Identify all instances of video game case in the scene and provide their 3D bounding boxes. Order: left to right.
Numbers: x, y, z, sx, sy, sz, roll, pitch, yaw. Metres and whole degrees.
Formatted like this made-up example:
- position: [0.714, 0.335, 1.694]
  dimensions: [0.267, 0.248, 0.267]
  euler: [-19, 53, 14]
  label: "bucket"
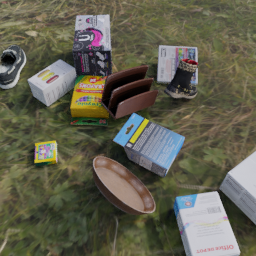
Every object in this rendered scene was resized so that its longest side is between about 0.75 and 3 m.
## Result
- position: [2.290, -2.921, 12.981]
  dimensions: [1.808, 0.228, 1.985]
  euler: [4, 68, 3]
  label: "video game case"

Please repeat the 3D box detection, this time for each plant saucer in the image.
- position: [-0.199, 1.799, 8.534]
  dimensions: [0.408, 2.369, 2.369]
  euler: [-51, 59, 13]
  label: "plant saucer"

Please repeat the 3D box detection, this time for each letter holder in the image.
- position: [0.159, -1.453, 10.797]
  dimensions: [2.059, 1.464, 1.036]
  euler: [-23, 58, -33]
  label: "letter holder"

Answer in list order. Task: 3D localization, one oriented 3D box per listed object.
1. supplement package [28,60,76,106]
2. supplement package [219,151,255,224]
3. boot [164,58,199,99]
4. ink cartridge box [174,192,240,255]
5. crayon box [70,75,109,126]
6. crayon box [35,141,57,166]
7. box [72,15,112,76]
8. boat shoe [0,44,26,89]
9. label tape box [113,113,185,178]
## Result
- position: [-3.185, -1.958, 12.055]
  dimensions: [1.013, 0.976, 1.781]
  euler: [32, 58, 24]
  label: "supplement package"
- position: [4.248, 1.973, 8.746]
  dimensions: [1.567, 1.116, 2.012]
  euler: [-30, 58, -21]
  label: "supplement package"
- position: [2.429, -1.998, 11.412]
  dimensions: [1.999, 1.505, 0.731]
  euler: [-6, 39, -41]
  label: "boot"
- position: [2.217, 2.938, 8.181]
  dimensions: [1.337, 0.783, 1.850]
  euler: [-6, 50, -5]
  label: "ink cartridge box"
- position: [-1.504, -1.193, 11.643]
  dimensions: [1.531, 0.612, 2.411]
  euler: [2, 51, -2]
  label: "crayon box"
- position: [-2.976, 0.917, 10.178]
  dimensions: [0.754, 0.255, 0.874]
  euler: [-7, 51, -8]
  label: "crayon box"
- position: [-1.583, -3.654, 12.852]
  dimensions: [1.639, 1.887, 2.856]
  euler: [-3, 51, -3]
  label: "box"
- position: [-5.471, -3.117, 13.065]
  dimensions: [1.103, 0.880, 2.918]
  euler: [-7, 51, -6]
  label: "boat shoe"
- position: [0.737, 0.576, 10.093]
  dimensions: [2.121, 0.671, 1.530]
  euler: [27, 56, 15]
  label: "label tape box"
